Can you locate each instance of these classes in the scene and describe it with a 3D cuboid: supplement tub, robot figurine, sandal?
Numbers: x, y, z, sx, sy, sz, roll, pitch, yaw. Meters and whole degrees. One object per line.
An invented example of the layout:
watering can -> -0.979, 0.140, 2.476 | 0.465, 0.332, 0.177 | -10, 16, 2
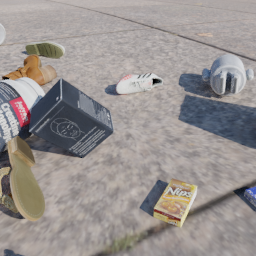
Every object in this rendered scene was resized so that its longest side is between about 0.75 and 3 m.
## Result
supplement tub -> -3.726, -0.273, 7.927 | 1.833, 1.833, 2.612 | 21, 38, 30
robot figurine -> 4.082, -2.191, 11.500 | 2.024, 1.348, 2.387 | 6, 32, 13
sandal -> -2.693, 1.308, 6.495 | 0.948, 1.057, 2.883 | -35, 37, -1

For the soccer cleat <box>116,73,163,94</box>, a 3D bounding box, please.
soccer cleat -> 0.490, -1.816, 11.524 | 2.180, 0.748, 0.929 | -19, 32, -35

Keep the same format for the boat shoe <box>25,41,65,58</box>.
boat shoe -> -4.513, -4.498, 15.657 | 2.473, 0.924, 0.846 | 12, 39, 20

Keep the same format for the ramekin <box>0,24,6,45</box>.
ramekin -> -8.319, -5.757, 17.003 | 0.843, 1.810, 1.810 | 31, 42, 23

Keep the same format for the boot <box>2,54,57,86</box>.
boot -> -4.627, -2.460, 12.408 | 1.971, 0.939, 2.548 | -30, 40, -33

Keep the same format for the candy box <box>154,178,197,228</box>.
candy box -> 1.083, 1.643, 6.292 | 0.635, 0.304, 1.099 | 15, 35, 25

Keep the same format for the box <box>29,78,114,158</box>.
box -> -1.472, -0.200, 7.430 | 1.311, 1.767, 0.946 | -39, 40, 22

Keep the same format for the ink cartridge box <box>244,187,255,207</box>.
ink cartridge box -> 3.110, 1.708, 6.291 | 0.431, 0.203, 0.917 | -11, 33, -20
